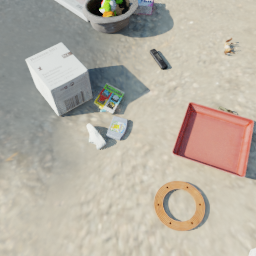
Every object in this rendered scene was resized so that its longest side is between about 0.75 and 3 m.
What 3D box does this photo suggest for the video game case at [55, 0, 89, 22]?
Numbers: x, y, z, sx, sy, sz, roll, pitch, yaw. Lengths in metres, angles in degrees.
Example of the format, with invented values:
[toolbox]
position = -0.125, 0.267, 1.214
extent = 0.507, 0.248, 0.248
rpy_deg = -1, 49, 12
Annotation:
[video game case]
position = -1.963, -6.522, 13.863
extent = 2.842, 0.313, 2.587
rpy_deg = 39, 65, 23

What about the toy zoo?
[toy zoo]
position = -0.702, -1.030, 10.160
extent = 0.789, 0.123, 1.202
rpy_deg = 29, 57, 0

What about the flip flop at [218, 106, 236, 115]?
[flip flop]
position = 3.581, -0.563, 10.037
extent = 0.783, 0.225, 0.318
rpy_deg = 39, 65, 22

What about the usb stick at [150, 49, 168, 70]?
[usb stick]
position = 1.256, -2.840, 11.543
extent = 0.323, 0.190, 1.164
rpy_deg = -23, 60, -9

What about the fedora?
[fedora]
position = -0.745, -4.994, 12.400
extent = 2.422, 1.093, 2.142
rpy_deg = -12, 57, -5

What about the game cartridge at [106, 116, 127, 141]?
[game cartridge]
position = -0.346, 0.002, 9.717
extent = 0.584, 0.177, 0.875
rpy_deg = 15, 58, 5

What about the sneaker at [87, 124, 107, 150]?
[sneaker]
position = -1.175, 0.289, 9.431
extent = 0.448, 0.381, 1.012
rpy_deg = -37, 65, -9

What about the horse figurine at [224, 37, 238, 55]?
[horse figurine]
position = 4.317, -3.436, 11.895
extent = 0.589, 0.222, 0.889
rpy_deg = -4, 64, 4

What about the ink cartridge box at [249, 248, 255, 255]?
[ink cartridge box]
position = 3.613, 3.708, 7.118
extent = 1.099, 0.463, 0.795
rpy_deg = 26, 61, 16

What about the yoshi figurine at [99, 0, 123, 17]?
[yoshi figurine]
position = -0.619, -5.517, 12.011
extent = 1.022, 1.026, 1.826
rpy_deg = -2, 83, -23

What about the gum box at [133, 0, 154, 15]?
[gum box]
position = 0.538, -5.880, 13.343
extent = 1.429, 0.472, 0.811
rpy_deg = 5, 57, 3

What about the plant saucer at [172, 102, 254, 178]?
[plant saucer]
position = 2.825, 0.379, 9.314
extent = 2.296, 0.421, 2.292
rpy_deg = 18, 59, 11

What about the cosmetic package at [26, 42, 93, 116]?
[cosmetic package]
position = -2.417, -1.742, 10.039
extent = 1.495, 1.496, 1.814
rpy_deg = -33, 63, -19

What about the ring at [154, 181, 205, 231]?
[ring]
position = 1.504, 2.277, 8.251
extent = 1.492, 0.143, 1.492
rpy_deg = 0, 57, -1
